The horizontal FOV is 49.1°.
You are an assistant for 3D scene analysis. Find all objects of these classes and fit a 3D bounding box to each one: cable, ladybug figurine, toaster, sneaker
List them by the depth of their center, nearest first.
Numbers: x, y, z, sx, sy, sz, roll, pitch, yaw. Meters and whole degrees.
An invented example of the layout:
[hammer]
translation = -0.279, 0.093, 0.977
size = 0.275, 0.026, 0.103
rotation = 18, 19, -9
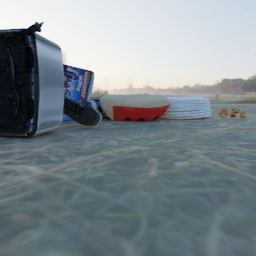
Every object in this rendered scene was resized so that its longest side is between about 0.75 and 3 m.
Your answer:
[toaster]
translation = -2.811, -1.047, 6.646
size = 2.649, 2.395, 1.572
rotation = 1, 6, 13
[sneaker]
translation = -1.603, -0.538, 8.277
size = 1.633, 0.611, 0.867
rotation = 20, -9, 23
[ladybug figurine]
translation = 0.283, -0.798, 10.943
size = 2.796, 1.006, 1.898
rotation = 1, 6, 9
[cable]
translation = 2.344, -0.944, 12.649
size = 2.719, 0.941, 2.718
rotation = -3, 7, -23

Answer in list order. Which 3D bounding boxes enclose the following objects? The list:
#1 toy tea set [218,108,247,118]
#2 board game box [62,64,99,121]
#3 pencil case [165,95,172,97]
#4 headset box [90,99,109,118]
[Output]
[toy tea set]
translation = 4.609, -0.565, 12.401
size = 1.174, 0.435, 0.698
rotation = 0, -24, 34
[board game box]
translation = -2.061, -1.160, 10.824
size = 2.331, 2.332, 0.719
rotation = 15, 9, 7
[pencil case]
translation = 1.178, -1.208, 14.662
size = 2.526, 1.116, 1.116
rotation = 2, 6, 7
[headset box]
translation = -1.260, -0.910, 12.786
size = 1.648, 0.855, 2.214
rotation = -2, 5, -21
